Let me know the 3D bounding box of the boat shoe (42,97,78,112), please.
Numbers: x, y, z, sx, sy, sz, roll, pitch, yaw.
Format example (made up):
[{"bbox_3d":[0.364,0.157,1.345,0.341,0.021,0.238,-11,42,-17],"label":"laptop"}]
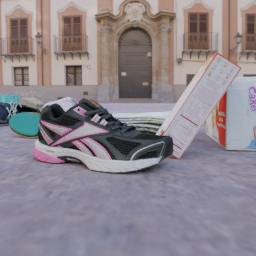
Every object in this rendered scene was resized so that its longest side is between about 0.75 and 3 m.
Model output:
[{"bbox_3d":[-3.040,-0.575,11.777,2.435,0.876,0.800,-11,41,40],"label":"boat shoe"}]

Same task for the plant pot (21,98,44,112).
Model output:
[{"bbox_3d":[-5.431,-1.112,16.066,0.947,1.070,1.068,16,12,21],"label":"plant pot"}]

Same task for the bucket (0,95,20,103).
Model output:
[{"bbox_3d":[-6.101,-0.985,13.577,1.884,1.226,1.884,0,5,0],"label":"bucket"}]

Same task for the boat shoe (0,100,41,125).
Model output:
[{"bbox_3d":[-4.637,-0.568,11.240,0.822,0.995,2.658,-9,-7,24],"label":"boat shoe"}]

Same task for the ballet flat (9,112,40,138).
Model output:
[{"bbox_3d":[-2.251,0.021,7.787,2.241,0.769,0.706,5,-20,20],"label":"ballet flat"}]

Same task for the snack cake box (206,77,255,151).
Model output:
[{"bbox_3d":[2.595,-0.416,6.984,0.893,1.528,2.657,1,6,7],"label":"snack cake box"}]

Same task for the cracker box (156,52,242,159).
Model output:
[{"bbox_3d":[1.286,-0.429,5.546,0.563,1.953,1.308,33,9,1],"label":"cracker box"}]

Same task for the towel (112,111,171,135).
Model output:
[{"bbox_3d":[0.469,-0.147,8.482,2.430,0.684,2.839,2,6,11],"label":"towel"}]

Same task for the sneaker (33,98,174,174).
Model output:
[{"bbox_3d":[-0.546,0.057,4.698,2.576,1.112,1.035,3,8,19],"label":"sneaker"}]
